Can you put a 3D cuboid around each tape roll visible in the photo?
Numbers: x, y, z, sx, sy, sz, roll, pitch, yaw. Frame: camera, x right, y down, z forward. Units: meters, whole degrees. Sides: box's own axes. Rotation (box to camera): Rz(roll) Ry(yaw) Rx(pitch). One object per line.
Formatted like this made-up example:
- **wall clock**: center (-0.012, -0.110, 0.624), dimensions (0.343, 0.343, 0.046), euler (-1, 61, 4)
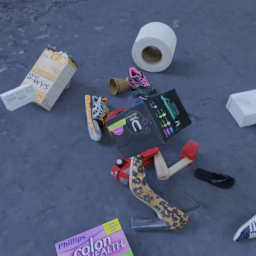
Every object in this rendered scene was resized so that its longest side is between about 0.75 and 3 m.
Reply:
- **tape roll**: center (1.325, -4.023, 14.048), dimensions (2.046, 2.046, 1.405), euler (11, 51, 9)

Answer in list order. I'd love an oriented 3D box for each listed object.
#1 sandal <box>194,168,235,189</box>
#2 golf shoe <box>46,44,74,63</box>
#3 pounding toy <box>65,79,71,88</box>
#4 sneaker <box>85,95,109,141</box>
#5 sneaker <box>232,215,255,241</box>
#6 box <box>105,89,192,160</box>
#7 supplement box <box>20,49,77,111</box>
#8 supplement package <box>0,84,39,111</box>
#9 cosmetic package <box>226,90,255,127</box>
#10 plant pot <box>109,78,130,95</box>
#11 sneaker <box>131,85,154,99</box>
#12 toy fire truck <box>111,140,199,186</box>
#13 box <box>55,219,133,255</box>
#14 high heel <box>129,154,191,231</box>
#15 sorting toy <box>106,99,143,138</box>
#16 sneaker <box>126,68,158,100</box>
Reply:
- **sandal**: center (3.155, 1.816, 10.179), dimensions (1.467, 0.314, 0.558), euler (13, 51, 11)
- **golf shoe**: center (-3.675, -3.714, 14.809), dimensions (1.870, 0.722, 0.824), euler (28, 77, 22)
- **pounding toy**: center (-3.274, -2.319, 13.548), dimensions (1.022, 0.585, 0.586), euler (0, 49, 0)
- **sneaker**: center (-1.256, -0.533, 11.791), dimensions (0.976, 0.990, 2.528), euler (-4, 48, -10)
- **sneaker**: center (4.018, 3.297, 8.791), dimensions (1.439, 0.504, 0.781), euler (-26, 52, -24)
- **box**: center (0.644, -0.150, 8.045), dimensions (1.987, 1.475, 1.235), euler (-28, 90, -52)
- **supplement box**: center (-3.647, -2.190, 12.671), dimensions (1.502, 0.876, 2.383), euler (26, 79, 21)
- **supplement package**: center (-2.829, -0.812, 7.290), dimensions (0.757, 0.419, 0.589), euler (-31, 24, -27)
- **cosmetic package**: center (5.242, -0.867, 12.161), dimensions (1.311, 0.808, 1.315), euler (-12, 52, -10)
- **plant pot**: center (-0.361, -2.005, 13.262), dimensions (0.826, 0.770, 0.770), euler (-11, 49, -30)
- **sneaker**: center (0.453, -1.220, 9.128), dimensions (0.865, 0.343, 0.326), euler (-16, 21, 36)
- **toy fire truck**: center (1.040, 1.241, 10.406), dimensions (2.078, 0.718, 2.946), euler (33, 57, 24)
- **box**: center (-0.752, 4.017, 7.803), dimensions (1.914, 1.052, 2.176), euler (-18, 51, -15)
- **high heel**: center (1.009, 1.962, 9.102), dimensions (1.893, 0.948, 2.656), euler (-3, 87, 3)
- **sorting toy**: center (0.451, -0.093, 11.329), dimensions (2.964, 1.217, 1.781), euler (1, 55, -20)
- **sneaker**: center (0.631, -2.119, 13.135), dimensions (0.807, 0.975, 2.044), euler (-31, 57, -26)
